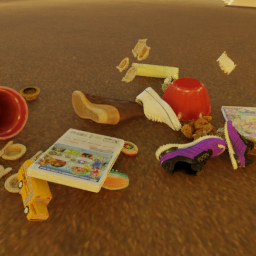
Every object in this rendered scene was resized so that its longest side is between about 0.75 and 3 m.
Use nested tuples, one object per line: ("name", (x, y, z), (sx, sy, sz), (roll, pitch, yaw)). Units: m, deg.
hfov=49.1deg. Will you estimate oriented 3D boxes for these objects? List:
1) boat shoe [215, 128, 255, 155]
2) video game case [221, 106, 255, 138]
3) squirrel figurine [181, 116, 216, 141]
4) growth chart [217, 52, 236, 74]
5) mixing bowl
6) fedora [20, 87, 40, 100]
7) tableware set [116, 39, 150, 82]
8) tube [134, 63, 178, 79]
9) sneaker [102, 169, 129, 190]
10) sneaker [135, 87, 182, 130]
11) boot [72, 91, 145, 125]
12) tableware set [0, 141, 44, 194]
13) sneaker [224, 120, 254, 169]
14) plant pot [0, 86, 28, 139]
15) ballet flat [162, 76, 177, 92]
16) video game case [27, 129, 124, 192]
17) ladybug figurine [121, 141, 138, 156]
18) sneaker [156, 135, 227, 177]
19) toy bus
("boat shoe", (4.141, 0.697, 10.257), (2.063, 0.781, 0.741), (22, 70, 32))
("video game case", (5.155, -0.201, 11.960), (1.814, 0.228, 2.533), (2, 33, 4))
("squirrel figurine", (2.733, 0.199, 10.997), (1.241, 0.878, 1.158), (3, 41, 31))
("growth chart", (4.237, -2.785, 12.114), (0.840, 0.608, 0.074), (53, 40, 9))
("mixing bowl", (2.701, -1.488, 12.940), (2.452, 1.328, 2.452), (1, 34, 0))
("fedora", (-4.889, -1.692, 14.041), (1.055, 0.430, 1.055), (1, 36, -1))
("tableware set", (0.280, -3.178, 13.032), (0.257, 2.212, 1.848), (28, 17, -31))
("tube", (1.589, -3.295, 16.353), (2.693, 0.781, 0.699), (6, 2, 3))
("sneaker", (-0.853, 1.453, 9.033), (1.892, 0.675, 0.756), (5, 38, 11))
("sneaker", (1.281, -0.680, 12.218), (1.003, 1.034, 2.832), (-36, 44, 0))
("boot", (-0.948, -0.989, 12.776), (2.454, 1.068, 2.951), (-10, 31, -37))
("tableware set", (-3.797, 1.309, 9.589), (2.656, 0.308, 2.219), (11, 35, 15))
("sneaker", (3.891, 0.512, 9.709), (0.858, 1.724, 0.600), (-13, -14, 20))
("plant pot", (-5.435, -0.663, 11.261), (1.864, 2.083, 2.083), (9, 31, 41))
("ballet flat", (2.239, -2.501, 15.079), (0.615, 0.615, 1.740), (14, 36, 20))
("video game case", (-1.494, 0.893, 9.055), (2.141, 0.269, 2.990), (12, 24, 9))
("ladybug figurine", (0.016, 0.783, 10.395), (0.563, 0.298, 0.830), (-28, 43, -36))
("sneaker", (2.326, 1.077, 9.545), (2.531, 0.880, 1.259), (-12, 39, -9))
("toy bus", (-2.706, 1.801, 8.154), (0.577, 0.694, 1.772), (24, 23, -44))
